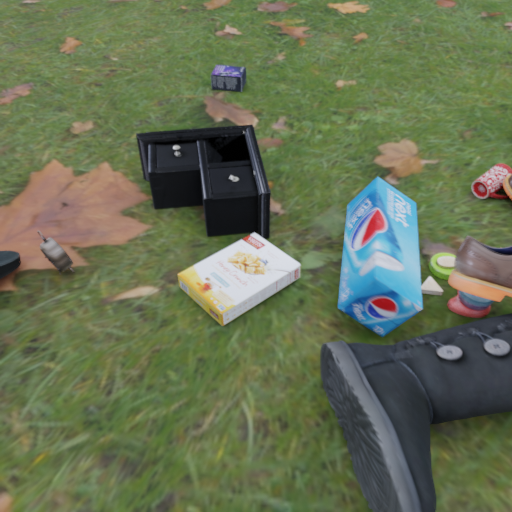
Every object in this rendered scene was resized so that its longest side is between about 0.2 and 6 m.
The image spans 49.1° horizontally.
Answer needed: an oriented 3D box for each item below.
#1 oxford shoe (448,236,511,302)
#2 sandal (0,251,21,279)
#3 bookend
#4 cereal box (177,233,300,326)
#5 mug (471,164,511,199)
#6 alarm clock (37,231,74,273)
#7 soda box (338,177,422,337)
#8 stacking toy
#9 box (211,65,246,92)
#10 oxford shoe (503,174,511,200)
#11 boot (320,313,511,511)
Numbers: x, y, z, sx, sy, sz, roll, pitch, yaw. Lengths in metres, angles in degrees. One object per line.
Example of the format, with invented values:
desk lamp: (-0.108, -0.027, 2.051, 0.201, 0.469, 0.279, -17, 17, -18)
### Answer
oxford shoe: (4.637, 0.331, 9.108, 2.724, 0.993, 0.971, 11, 14, 8)
sandal: (-5.138, 0.323, 9.814, 0.972, 0.619, 2.586, 1, 23, 8)
bookend: (-1.187, -1.556, 12.026, 2.659, 1.225, 2.642, -5, 43, -5)
cereal box: (-0.307, 0.372, 10.541, 1.918, 0.379, 1.380, -31, 48, -28)
mug: (5.377, -1.622, 12.604, 0.844, 0.563, 0.749, -29, 48, -23)
alarm clock: (-3.839, -0.084, 10.559, 0.327, 0.984, 0.663, -40, 36, -22)
soda box: (2.273, -0.087, 10.255, 1.038, 0.982, 3.061, 32, 38, -14)
stacking toy: (3.888, 0.321, 10.430, 1.390, 0.648, 1.535, 21, 46, 21)
box: (-0.804, -5.237, 16.522, 0.932, 0.486, 0.690, 6, 43, 7)
oxford shoe: (6.727, -1.067, 11.429, 1.187, 1.213, 3.329, -34, 55, -31)
boot: (3.200, 2.124, 7.929, 3.882, 1.274, 3.199, -5, 35, -9)
